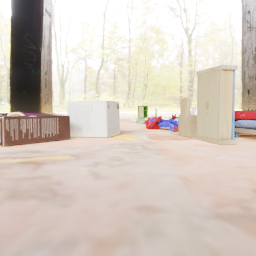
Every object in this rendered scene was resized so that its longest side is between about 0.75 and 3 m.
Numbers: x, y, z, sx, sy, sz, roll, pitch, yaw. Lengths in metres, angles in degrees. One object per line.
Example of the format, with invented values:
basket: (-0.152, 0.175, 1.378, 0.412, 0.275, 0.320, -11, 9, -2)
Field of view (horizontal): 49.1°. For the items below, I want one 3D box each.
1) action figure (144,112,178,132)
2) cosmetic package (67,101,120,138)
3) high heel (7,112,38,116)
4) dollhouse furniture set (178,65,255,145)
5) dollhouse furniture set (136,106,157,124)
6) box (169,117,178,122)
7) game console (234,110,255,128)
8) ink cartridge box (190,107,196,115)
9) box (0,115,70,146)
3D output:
action figure: (1.275, -0.177, 9.360, 0.787, 0.621, 2.404, -8, 5, -31)
cosmetic package: (-0.901, -0.255, 7.467, 1.138, 0.938, 0.938, 1, 5, 19)
high heel: (-4.524, -0.473, 12.645, 1.666, 0.561, 0.799, 4, 13, -12)
dollhouse furniture set: (2.824, -0.535, 6.775, 2.463, 1.607, 2.325, -1, 4, -14)
dollhouse furniture set: (0.937, -0.682, 13.914, 1.133, 0.875, 2.268, -1, 4, -4)
box: (2.290, -0.343, 13.070, 0.535, 0.320, 1.301, 1, 4, 20)
game console: (3.375, -0.163, 7.979, 1.718, 0.267, 1.520, 0, -14, -3)
ink cartridge box: (2.687, -0.536, 12.437, 0.904, 0.796, 0.202, -3, 5, -40)
box: (-2.173, 0.013, 6.205, 0.830, 0.621, 1.657, 3, 3, 38)
